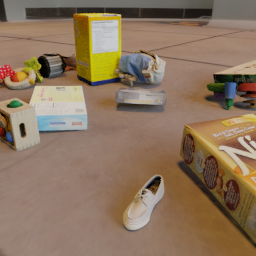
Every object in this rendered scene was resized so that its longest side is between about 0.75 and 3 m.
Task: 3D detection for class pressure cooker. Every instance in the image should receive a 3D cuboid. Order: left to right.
[{"bbox_3d":[-3.346,-2.810,12.497,1.133,1.012,0.996,-23,77,-40],"label":"pressure cooker"}]

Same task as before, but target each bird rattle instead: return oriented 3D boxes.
[{"bbox_3d":[-4.370,-2.105,11.162,1.858,1.047,1.515,-9,43,-12],"label":"bird rattle"}]

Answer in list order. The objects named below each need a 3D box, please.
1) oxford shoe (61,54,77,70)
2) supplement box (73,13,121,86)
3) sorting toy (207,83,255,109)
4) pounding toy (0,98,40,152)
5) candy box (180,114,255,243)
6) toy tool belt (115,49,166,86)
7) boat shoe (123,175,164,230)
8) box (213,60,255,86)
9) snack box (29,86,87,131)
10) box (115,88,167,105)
[{"bbox_3d":[-2.468,-3.218,13.646,1.952,0.712,0.696,2,26,4],"label":"oxford shoe"},{"bbox_3d":[-1.237,-3.249,11.468,1.439,2.644,1.448,-15,29,-31],"label":"supplement box"},{"bbox_3d":[3.512,-1.039,9.214,2.032,0.834,1.221,8,9,43],"label":"sorting toy"},{"bbox_3d":[-2.863,-0.211,6.741,1.132,1.230,0.874,23,34,39],"label":"pounding toy"},{"bbox_3d":[2.375,0.839,4.770,1.722,0.825,2.984,-8,32,-18],"label":"candy box"},{"bbox_3d":[0.242,-2.431,11.233,2.298,1.435,1.412,18,22,34],"label":"toy tool belt"},{"bbox_3d":[0.302,1.203,4.730,0.433,0.412,1.202,17,30,32],"label":"boat shoe"},{"bbox_3d":[4.906,-2.052,10.358,2.093,0.527,2.900,-20,16,-15],"label":"box"},{"bbox_3d":[-2.124,-0.694,8.525,1.578,0.504,2.716,-2,25,-12],"label":"snack box"},{"bbox_3d":[0.446,-1.046,9.149,1.582,0.382,1.253,3,13,4],"label":"box"}]
